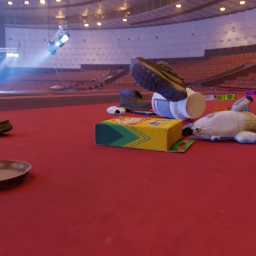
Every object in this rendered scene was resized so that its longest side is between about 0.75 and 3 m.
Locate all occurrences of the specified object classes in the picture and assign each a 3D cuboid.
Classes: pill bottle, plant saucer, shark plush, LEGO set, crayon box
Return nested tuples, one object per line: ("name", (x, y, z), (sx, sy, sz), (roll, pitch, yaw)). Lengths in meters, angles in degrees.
("pill bottle", (2.066, -1.006, 11.470), (1.320, 1.320, 2.207), (-4, 11, -25))
("plant saucer", (-2.108, 0.739, 4.375), (1.139, 0.196, 1.139), (-1, 10, 0))
("shark plush", (2.364, 0.138, 7.555), (2.603, 1.182, 1.084), (-19, -13, 4))
("LEGO set", (5.035, -1.168, 13.581), (2.769, 1.056, 1.136), (0, 4, 40))
("crayon box", (0.468, 0.109, 7.046), (2.235, 0.568, 1.419), (4, 10, 22))

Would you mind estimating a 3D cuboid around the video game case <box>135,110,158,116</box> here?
("video game case", (1.061, -0.731, 13.397), (1.122, 0.143, 1.014), (-8, 12, -41))

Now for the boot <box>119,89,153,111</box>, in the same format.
("boot", (0.419, -1.436, 13.945), (2.385, 1.156, 0.891), (-1, 6, 40))

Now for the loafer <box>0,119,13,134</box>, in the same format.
("loafer", (-4.434, -0.184, 8.118), (2.204, 0.782, 0.805), (1, 9, 8))

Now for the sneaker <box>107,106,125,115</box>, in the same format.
("sneaker", (-0.628, -0.824, 13.366), (0.943, 0.367, 0.468), (4, 13, 27))

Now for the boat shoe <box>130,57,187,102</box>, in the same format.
("boat shoe", (1.089, -1.810, 9.900), (2.574, 0.943, 0.959), (28, -35, -35))
